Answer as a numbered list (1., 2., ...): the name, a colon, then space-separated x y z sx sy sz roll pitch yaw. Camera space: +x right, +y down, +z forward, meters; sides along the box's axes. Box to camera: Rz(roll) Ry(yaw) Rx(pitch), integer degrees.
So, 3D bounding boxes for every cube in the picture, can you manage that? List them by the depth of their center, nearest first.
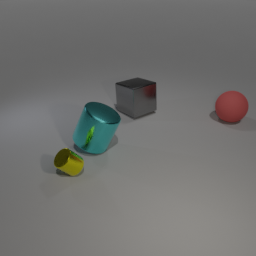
1. cube: 0.386 -1.473 13.235 1.400 1.400 1.400 -20 30 -32

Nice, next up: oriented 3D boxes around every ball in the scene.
1. ball: 4.599 -0.953 12.451 1.400 1.400 1.400 0 29 0

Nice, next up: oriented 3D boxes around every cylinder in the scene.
1. cylinder: -1.910 1.105 9.073 0.700 0.700 0.700 -20 50 25
2. cylinder: -1.159 -0.017 10.277 1.400 1.400 1.400 22 27 -12
